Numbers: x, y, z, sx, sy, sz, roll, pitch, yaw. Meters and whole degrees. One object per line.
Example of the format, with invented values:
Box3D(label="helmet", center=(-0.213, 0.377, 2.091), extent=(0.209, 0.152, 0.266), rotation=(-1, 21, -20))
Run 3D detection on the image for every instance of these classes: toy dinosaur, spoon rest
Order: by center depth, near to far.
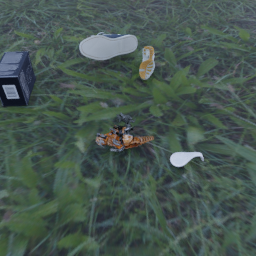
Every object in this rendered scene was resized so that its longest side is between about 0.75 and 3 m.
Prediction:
Box3D(label="spoon rest", center=(1.619, 0.825, 7.685), extent=(0.928, 0.281, 0.461), rotation=(-8, 49, -5))
Box3D(label="toy dinosaur", center=(-0.109, 0.262, 8.100), extent=(1.576, 0.805, 1.070), rotation=(17, 49, -20))

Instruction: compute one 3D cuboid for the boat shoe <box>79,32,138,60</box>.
Box3D(label="boat shoe", center=(-0.845, -3.297, 11.102), extent=(2.586, 0.968, 0.799), rotation=(-23, 29, -29))

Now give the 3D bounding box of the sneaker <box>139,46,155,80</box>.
Box3D(label="sneaker", center=(0.800, -2.424, 10.898), extent=(0.569, 0.660, 1.505), rotation=(6, 65, 11))

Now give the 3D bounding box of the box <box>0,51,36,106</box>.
Box3D(label="box", center=(-3.881, -1.723, 9.686), extent=(0.866, 1.201, 1.618), rotation=(-2, 43, -1))
